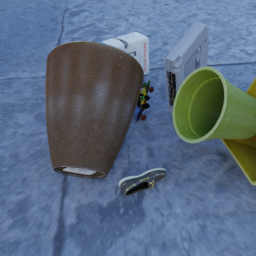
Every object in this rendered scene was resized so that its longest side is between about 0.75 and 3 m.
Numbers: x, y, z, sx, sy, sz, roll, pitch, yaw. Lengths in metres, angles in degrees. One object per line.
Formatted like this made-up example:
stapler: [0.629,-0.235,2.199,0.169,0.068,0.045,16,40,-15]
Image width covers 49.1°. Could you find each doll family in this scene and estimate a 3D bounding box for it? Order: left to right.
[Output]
doll family: [0.398,-0.773,8.164,0.494,1.260,0.728,-20,39,-35]

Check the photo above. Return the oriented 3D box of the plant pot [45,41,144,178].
plant pot: [-0.939,-0.217,6.631,2.444,2.444,2.615,4,69,5]

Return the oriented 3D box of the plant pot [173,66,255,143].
plant pot: [2.155,-0.355,6.391,1.592,1.677,1.677,12,35,-27]

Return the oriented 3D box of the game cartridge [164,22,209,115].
game cartridge: [1.664,-1.570,7.788,0.506,2.474,1.647,33,70,27]

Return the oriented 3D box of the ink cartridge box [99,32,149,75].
ink cartridge box: [-0.219,-2.396,9.834,1.911,1.395,0.806,-24,42,-24]

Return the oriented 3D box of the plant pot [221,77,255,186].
plant pot: [3.777,0.092,6.183,2.006,2.274,2.274,22,23,-10]

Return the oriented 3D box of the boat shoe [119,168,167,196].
boat shoe: [0.388,1.246,6.400,1.166,0.416,0.351,-15,46,-15]
